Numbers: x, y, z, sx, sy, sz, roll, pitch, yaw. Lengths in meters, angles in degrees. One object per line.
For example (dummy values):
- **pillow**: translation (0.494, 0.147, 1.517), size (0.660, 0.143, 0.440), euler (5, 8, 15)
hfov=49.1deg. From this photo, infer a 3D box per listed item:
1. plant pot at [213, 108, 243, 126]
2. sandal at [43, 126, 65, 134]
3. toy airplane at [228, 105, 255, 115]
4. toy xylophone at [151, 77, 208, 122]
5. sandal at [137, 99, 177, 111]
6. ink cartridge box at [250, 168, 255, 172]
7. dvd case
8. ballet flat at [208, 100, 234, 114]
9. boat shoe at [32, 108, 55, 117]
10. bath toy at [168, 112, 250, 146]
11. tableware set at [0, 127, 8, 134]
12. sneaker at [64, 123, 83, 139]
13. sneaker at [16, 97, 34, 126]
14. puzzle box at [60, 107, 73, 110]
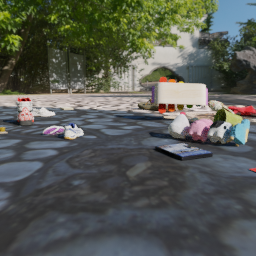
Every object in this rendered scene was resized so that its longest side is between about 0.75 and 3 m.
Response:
- **plant pot**: translation (3.339, -0.199, 9.248), size (0.718, 0.781, 0.781), euler (10, 6, -12)
- **sandal**: translation (-2.268, 0.098, 8.698), size (0.788, 0.321, 0.194), euler (-10, 54, -51)
- **toy airplane**: translation (5.594, -0.853, 13.889), size (2.840, 0.522, 2.840), euler (1, 10, 0)
- **toy xylophone**: translation (2.152, -1.151, 11.629), size (2.454, 1.797, 0.617), euler (10, -6, -1)
- **sandal**: translation (1.782, -1.482, 17.092), size (1.182, 0.795, 2.943), euler (-6, 11, -36)
- **ink cartridge box**: translation (3.074, 0.635, 4.794), size (1.467, 0.367, 1.180), euler (-2, 8, -23)
- **dvd case**: translation (1.223, 0.522, 6.307), size (0.801, 0.098, 1.122), euler (-5, 10, -23)
- **ballet flat**: translation (3.507, -0.688, 10.430), size (1.122, 0.424, 0.358), euler (27, 15, -3)
- **boat shoe**: translation (-4.191, -0.793, 13.810), size (1.232, 0.427, 0.436), euler (2, 9, 13)
- **bath toy**: translation (2.116, -0.009, 7.606), size (2.092, 0.773, 0.910), euler (8, -22, 38)
- **tableware set**: translation (-4.520, 0.079, 8.924), size (1.203, 0.185, 0.811), euler (-7, 11, -36)
- **sneaker**: translation (-1.573, 0.053, 8.271), size (0.371, 0.435, 0.986), euler (0, 8, 9)
- **sneaker**: translation (-4.144, -0.724, 11.289), size (0.652, 1.046, 1.952), euler (-3, 9, -21)
- **puzzle box**: translation (-3.907, -1.240, 17.774), size (0.611, 0.117, 0.919), euler (-5, 10, -29)
